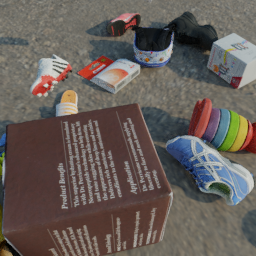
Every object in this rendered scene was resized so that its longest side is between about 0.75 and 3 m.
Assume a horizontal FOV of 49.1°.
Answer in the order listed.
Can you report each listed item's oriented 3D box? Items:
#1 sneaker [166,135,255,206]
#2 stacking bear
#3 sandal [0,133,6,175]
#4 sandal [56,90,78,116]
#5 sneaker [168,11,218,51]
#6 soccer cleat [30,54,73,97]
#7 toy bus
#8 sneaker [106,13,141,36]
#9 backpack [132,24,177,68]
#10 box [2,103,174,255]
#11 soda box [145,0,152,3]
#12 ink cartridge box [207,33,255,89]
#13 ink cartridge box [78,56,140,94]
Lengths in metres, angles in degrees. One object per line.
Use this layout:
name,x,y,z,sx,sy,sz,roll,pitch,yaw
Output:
sneaker,2.011,1.036,7.347,2.478,0.938,0.954,30,52,25
stacking bear,2.985,0.089,8.009,2.242,1.362,1.275,17,91,1
sandal,-3.654,0.818,7.675,0.934,0.852,2.144,35,49,29
sandal,-2.002,-0.691,9.065,0.725,0.542,1.892,-5,50,-4
sneaker,2.645,-3.805,11.556,1.220,1.021,2.688,-27,47,-10
soccer cleat,-1.320,-0.878,4.540,0.491,0.395,1.152,40,34,-7
toy bus,-2.792,2.201,5.633,2.215,2.347,1.213,16,36,42
sneaker,-0.323,-4.606,12.408,1.902,0.701,0.825,-32,45,-31
backpack,0.922,-3.026,10.546,1.724,1.328,1.643,2,42,12
box,-0.866,1.278,6.171,2.929,2.405,2.430,-10,51,-8
soda box,0.623,-4.180,7.923,0.407,1.278,0.435,20,77,1
ink cartridge box,3.890,-2.453,10.157,1.135,1.140,1.569,-28,55,-21
ink cartridge box,-0.716,-2.175,10.388,1.861,0.466,1.509,32,56,21
